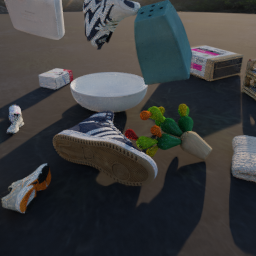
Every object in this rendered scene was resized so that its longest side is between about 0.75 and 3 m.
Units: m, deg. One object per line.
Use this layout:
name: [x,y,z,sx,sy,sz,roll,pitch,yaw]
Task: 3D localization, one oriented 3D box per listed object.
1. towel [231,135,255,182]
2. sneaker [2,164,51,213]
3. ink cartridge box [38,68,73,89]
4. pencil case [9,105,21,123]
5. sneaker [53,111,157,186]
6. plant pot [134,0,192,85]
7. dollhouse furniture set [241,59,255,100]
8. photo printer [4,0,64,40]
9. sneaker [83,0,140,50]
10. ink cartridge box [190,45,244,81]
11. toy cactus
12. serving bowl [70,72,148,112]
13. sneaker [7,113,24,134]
towel: [3.882,0.863,6.825,2.580,0.445,1.710,9,28,17]
sneaker: [-2.202,1.221,6.094,0.651,0.536,1.416,2,26,13]
ink cartridge box: [-3.238,-2.247,12.651,0.952,0.552,1.289,12,28,21]
pencil case: [-3.827,-0.477,9.467,0.388,0.356,0.856,16,18,-28]
sneaker: [-0.330,0.376,7.126,2.961,1.038,1.606,14,33,31]
plant pot: [0.824,-2.166,7.049,1.191,1.686,1.192,-5,47,24]
dollhouse furniture set: [5.872,-1.905,11.079,1.985,1.391,1.399,-3,28,-6]
photo printer: [-2.740,-3.580,8.228,1.645,1.977,0.686,14,68,-4]
sneaker: [-0.535,-2.803,7.677,2.088,1.359,0.833,21,22,37]
ink cartridge box: [3.993,-3.397,14.311,2.296,1.047,2.787,-16,33,-30]
toy cactus: [1.238,0.205,7.606,2.058,1.276,2.495,38,33,20]
serving bowl: [-0.688,-1.239,10.325,2.785,0.916,2.785,1,28,0]
sneaker: [-3.569,-0.183,8.758,0.328,0.500,0.868,2,28,3]
